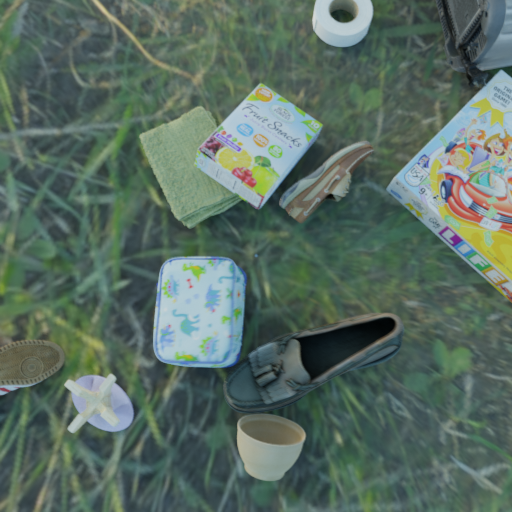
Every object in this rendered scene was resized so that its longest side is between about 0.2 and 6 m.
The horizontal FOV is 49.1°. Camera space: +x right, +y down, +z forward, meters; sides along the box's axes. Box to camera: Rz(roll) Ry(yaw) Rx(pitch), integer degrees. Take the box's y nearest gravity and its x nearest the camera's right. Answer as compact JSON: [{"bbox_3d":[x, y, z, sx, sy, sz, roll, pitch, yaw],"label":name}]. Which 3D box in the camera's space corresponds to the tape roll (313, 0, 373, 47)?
[{"bbox_3d":[1.579,-4.413,10.305,1.074,0.376,1.074,0,78,0],"label":"tape roll"}]

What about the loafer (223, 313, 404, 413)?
[{"bbox_3d":[0.853,1.523,8.649,2.995,0.942,1.076,-21,69,-4],"label":"loafer"}]

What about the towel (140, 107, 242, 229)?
[{"bbox_3d":[-1.072,-1.545,9.682,1.420,0.349,1.914,-27,80,-8],"label":"towel"}]

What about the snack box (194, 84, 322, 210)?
[{"bbox_3d":[0.057,-1.876,9.434,1.345,0.501,1.891,36,63,4],"label":"snack box"}]

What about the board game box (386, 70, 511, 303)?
[{"bbox_3d":[4.651,-0.767,9.340,4.083,0.699,2.745,44,81,8],"label":"board game box"}]

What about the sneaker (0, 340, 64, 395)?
[{"bbox_3d":[-4.131,1.995,8.850,2.066,1.162,0.736,-18,74,-34],"label":"sneaker"}]

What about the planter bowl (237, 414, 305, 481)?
[{"bbox_3d":[0.177,2.932,8.462,1.030,1.030,0.693,10,97,2],"label":"planter bowl"}]

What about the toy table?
[{"bbox_3d":[-2.460,2.293,8.727,1.098,0.643,1.009,25,79,6],"label":"toy table"}]

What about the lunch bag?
[{"bbox_3d":[-0.909,0.878,8.889,1.391,0.713,1.730,-2,75,14],"label":"lunch bag"}]

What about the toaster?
[{"bbox_3d":[4.426,-4.660,9.549,2.261,1.989,3.500,-8,77,-4],"label":"toaster"}]

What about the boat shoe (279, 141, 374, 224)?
[{"bbox_3d":[1.272,-1.227,9.507,1.840,0.697,0.661,-37,83,2],"label":"boat shoe"}]
